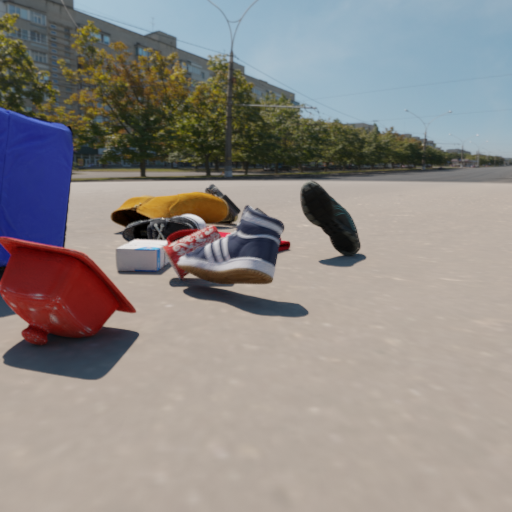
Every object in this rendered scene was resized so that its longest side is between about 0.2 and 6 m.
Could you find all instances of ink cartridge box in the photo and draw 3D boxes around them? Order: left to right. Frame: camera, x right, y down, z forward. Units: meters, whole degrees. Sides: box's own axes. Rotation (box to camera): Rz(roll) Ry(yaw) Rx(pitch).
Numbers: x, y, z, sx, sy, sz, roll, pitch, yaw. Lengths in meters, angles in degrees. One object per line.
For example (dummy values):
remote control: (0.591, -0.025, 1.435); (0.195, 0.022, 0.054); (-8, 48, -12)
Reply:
ink cartridge box: (-1.979, -0.014, 9.946); (0.720, 0.422, 0.984); (2, 9, 6)

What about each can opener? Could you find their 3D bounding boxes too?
can opener: (-0.976, -1.560, 16.072); (0.396, 1.185, 0.316); (-41, 4, 42)

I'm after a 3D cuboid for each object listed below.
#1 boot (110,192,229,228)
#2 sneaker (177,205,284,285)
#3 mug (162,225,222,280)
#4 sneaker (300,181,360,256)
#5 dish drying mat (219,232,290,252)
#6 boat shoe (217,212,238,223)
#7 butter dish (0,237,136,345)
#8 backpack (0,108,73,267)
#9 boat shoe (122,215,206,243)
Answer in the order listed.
boot: (-2.302, -1.080, 15.226); (2.879, 1.013, 2.061); (5, 20, 5)
sneaker: (-0.337, -0.150, 7.913); (1.826, 0.991, 0.640); (0, -22, 46)
mug: (-1.010, -0.166, 8.927); (0.882, 0.783, 0.588); (-28, -12, -10)
sneaker: (1.464, -0.781, 11.090); (0.647, 1.716, 0.680); (-28, 15, 30)
dish drying mat: (-0.782, -0.348, 12.338); (2.993, 0.272, 1.150); (8, 13, 37)
boat shoe: (-1.287, -1.304, 16.922); (0.654, 0.711, 1.990); (-21, 23, -30)
butter dish: (-2.124, 0.496, 5.874); (1.245, 0.923, 1.249); (10, -30, 24)
backpack: (-4.764, -1.180, 9.376); (2.675, 2.590, 3.188); (13, -4, -39)
boat shoe: (-1.995, -0.491, 11.881); (2.056, 0.738, 0.697); (4, 10, 34)
